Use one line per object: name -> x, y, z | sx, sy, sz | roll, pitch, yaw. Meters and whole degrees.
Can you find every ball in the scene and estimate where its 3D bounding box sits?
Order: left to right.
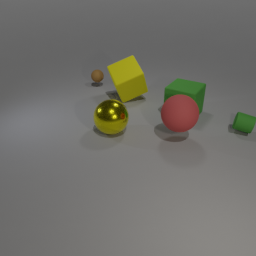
ball -> -1.692, -2.878, 15.498 | 0.700, 0.700, 0.700 | 0, 30, 0
ball -> -0.666, -0.432, 11.059 | 1.400, 1.400, 1.400 | 0, 30, 0
ball -> 1.921, -0.537, 10.396 | 1.400, 1.400, 1.400 | 0, 30, 0

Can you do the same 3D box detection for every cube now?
cube -> -0.007, -2.379, 13.672 | 1.400, 1.400, 1.400 | -24, 56, -1
cube -> 2.506, -1.247, 12.472 | 1.400, 1.400, 1.400 | 17, 34, 27

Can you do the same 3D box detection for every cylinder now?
cylinder -> 4.612, -0.214, 11.138 | 0.700, 0.700, 0.700 | 19, 34, 12
